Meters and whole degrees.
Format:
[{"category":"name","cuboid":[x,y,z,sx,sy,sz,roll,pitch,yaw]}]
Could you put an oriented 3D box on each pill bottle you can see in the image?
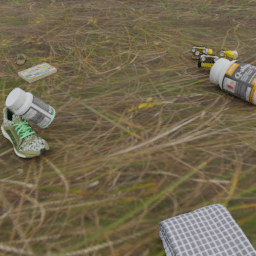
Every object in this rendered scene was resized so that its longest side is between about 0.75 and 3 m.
[{"category":"pill bottle","cuboid":[-3.252,-0.667,9.397,0.826,1.461,0.826,-20,52,28]},{"category":"pill bottle","cuboid":[4.932,-2.104,12.230,1.436,1.436,2.468,-28,46,-31]}]

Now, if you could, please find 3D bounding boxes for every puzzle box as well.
[{"category":"puzzle box","cuboid":[-4.544,-2.810,14.103,1.061,0.203,1.594,29,47,33]}]

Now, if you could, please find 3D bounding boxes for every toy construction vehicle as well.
[{"category":"toy construction vehicle","cuboid":[4.480,-3.558,14.668,2.401,0.846,2.090,9,32,9]}]

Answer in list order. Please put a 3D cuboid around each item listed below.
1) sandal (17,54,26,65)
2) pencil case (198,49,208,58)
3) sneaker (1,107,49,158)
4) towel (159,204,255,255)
[{"category":"sandal","cuboid":[-5.846,-3.816,15.276,0.487,0.327,1.212,-9,39,-11]},{"category":"pencil case","cuboid":[4.234,-4.200,15.756,0.347,0.341,0.812,23,44,26]},{"category":"sneaker","cuboid":[-3.703,0.081,9.652,2.640,1.170,1.015,31,48,33]},{"category":"towel","cuboid":[1.881,2.865,6.336,1.785,0.922,2.155,-13,40,-14]}]
